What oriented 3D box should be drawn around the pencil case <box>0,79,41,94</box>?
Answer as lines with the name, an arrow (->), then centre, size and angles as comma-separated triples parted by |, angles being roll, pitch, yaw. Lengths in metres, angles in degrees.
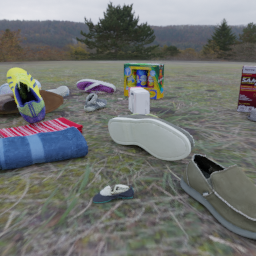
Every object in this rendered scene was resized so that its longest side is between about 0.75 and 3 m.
pencil case -> -5.367, -1.874, 14.099 | 1.117, 1.023, 2.462 | -37, 6, 17

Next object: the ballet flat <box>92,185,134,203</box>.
ballet flat -> -0.282, 1.231, 5.373 | 0.818, 0.299, 0.299 | -4, 17, -14

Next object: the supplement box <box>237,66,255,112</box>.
supplement box -> 5.336, -1.654, 11.992 | 1.050, 1.929, 0.587 | 6, 17, 21

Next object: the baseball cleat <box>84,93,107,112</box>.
baseball cleat -> -1.372, -1.201, 12.467 | 0.527, 0.805, 1.512 | 21, 29, 19

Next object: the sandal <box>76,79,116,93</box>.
sandal -> -1.960, -2.335, 16.429 | 2.467, 1.004, 0.606 | 5, 58, 15

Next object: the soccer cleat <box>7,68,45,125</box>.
soccer cleat -> -3.686, -1.428, 9.990 | 0.966, 1.250, 2.988 | -23, 54, -17

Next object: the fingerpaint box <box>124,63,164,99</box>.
fingerpaint box -> 0.829, -2.593, 15.301 | 2.173, 1.813, 0.797 | 12, 21, 34

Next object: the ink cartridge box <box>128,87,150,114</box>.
ink cartridge box -> 0.445, -1.123, 11.815 | 0.593, 1.019, 1.399 | -6, 18, -13

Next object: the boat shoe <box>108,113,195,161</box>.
boat shoe -> 0.656, 0.117, 7.705 | 0.879, 1.051, 2.940 | -21, 22, -38

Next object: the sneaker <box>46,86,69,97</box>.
sneaker -> -3.986, -1.701, 14.683 | 1.834, 0.665, 0.659 | -14, 54, -8

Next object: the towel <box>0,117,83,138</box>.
towel -> -2.882, 0.068, 9.228 | 2.388, 0.268, 1.727 | -13, 20, -36

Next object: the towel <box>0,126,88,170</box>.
towel -> -2.289, 0.488, 7.304 | 2.351, 0.571, 1.313 | -7, 19, -23

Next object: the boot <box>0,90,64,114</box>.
boot -> -4.592, -1.156, 12.079 | 2.940, 1.033, 2.149 | -9, 14, -40

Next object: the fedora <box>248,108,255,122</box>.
fedora -> 5.164, -0.511, 10.761 | 0.924, 0.472, 1.045 | -13, 21, -35

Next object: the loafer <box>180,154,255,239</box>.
loafer -> 1.750, 1.092, 4.913 | 0.865, 0.801, 2.299 | -10, 20, -29
